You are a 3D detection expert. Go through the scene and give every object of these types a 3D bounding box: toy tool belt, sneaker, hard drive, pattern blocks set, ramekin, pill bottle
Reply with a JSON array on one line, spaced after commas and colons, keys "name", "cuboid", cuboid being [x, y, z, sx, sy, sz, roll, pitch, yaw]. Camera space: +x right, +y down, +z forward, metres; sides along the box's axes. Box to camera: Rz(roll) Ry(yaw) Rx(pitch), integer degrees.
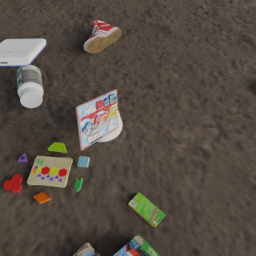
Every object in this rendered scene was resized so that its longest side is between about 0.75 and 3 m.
[{"name": "toy tool belt", "cuboid": [-1.124, 3.296, 6.941, 0.486, 0.494, 0.790, 30, 57, 33]}, {"name": "sneaker", "cuboid": [-1.495, -4.258, 12.938, 1.264, 0.801, 2.247, 35, 51, 21]}, {"name": "hard drive", "cuboid": [-4.713, -3.204, 11.735, 1.904, 0.366, 2.886, -1, 31, -1]}, {"name": "pattern blocks set", "cuboid": [-2.421, 1.340, 8.655, 2.309, 0.187, 2.030, 12, 56, 13]}, {"name": "ramekin", "cuboid": [-0.921, -0.281, 9.744, 1.459, 0.680, 1.459, 0, 50, 0]}, {"name": "pill bottle", "cuboid": [-3.723, -1.584, 10.663, 0.918, 0.918, 1.624, -13, 50, -10]}]

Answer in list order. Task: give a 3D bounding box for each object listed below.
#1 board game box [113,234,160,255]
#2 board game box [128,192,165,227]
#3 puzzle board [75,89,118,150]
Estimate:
[{"name": "board game box", "cuboid": [0.056, 3.641, 6.415, 2.022, 0.370, 1.529, -29, 52, -36]}, {"name": "board game box", "cuboid": [0.534, 2.322, 7.961, 1.005, 0.151, 0.480, 34, 59, 28]}, {"name": "puzzle board", "cuboid": [-0.829, -0.278, 8.340, 0.154, 1.332, 1.767, 15, 30, 32]}]
